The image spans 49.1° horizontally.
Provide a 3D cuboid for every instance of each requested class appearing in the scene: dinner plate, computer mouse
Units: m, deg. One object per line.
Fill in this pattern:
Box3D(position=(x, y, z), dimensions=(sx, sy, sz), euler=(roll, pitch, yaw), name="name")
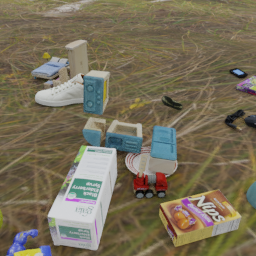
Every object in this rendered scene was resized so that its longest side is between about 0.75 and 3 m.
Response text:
Box3D(position=(0.684, 1.040, 8.293), dimensions=(1.530, 0.186, 1.530), euler=(2, 32, -1), name="dinner plate")
Box3D(position=(4.485, -0.209, 10.008), dimensions=(1.360, 0.446, 1.936), euler=(-22, 39, -32), name="computer mouse")

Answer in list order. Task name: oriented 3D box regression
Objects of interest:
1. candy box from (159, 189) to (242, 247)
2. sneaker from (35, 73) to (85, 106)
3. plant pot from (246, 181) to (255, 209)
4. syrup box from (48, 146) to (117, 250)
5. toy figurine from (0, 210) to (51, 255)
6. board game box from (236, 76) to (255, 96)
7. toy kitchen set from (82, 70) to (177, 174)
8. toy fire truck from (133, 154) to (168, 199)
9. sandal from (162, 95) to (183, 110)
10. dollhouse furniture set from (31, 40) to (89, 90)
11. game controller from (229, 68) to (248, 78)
Box3D(position=(1.652, 2.053, 6.535), dimensions=(1.615, 0.456, 0.942), euler=(-9, 33, -16), name="candy box")
Box3D(position=(-2.366, -1.670, 11.536), dimensions=(2.960, 1.253, 1.078), euler=(-6, 35, -6), name="sneaker")
Box3D(position=(3.543, 1.606, 7.067), dimensions=(0.919, 0.619, 0.919), euler=(0, 34, 0), name="plant pot")
Box3D(position=(-0.965, 1.559, 6.789), dimensions=(0.972, 1.005, 2.469), euler=(4, 32, 8), name="syrup box")
Box3D(position=(-2.122, 2.704, 5.345), dimensions=(1.672, 1.472, 2.791), euler=(14, 25, -34), name="toy figurine")
Box3D(position=(5.850, -1.974, 12.930), dimensions=(1.632, 0.264, 0.980), euler=(-27, 46, -35), name="board game box")
Box3D(position=(0.084, -0.242, 7.951), dimensions=(2.799, 2.242, 1.649), euler=(8, 31, 4), name="toy kitchen set")
Box3D(position=(0.576, 1.251, 7.269), dimensions=(0.866, 0.984, 0.633), euler=(-1, 33, -1), name="toy fire truck")
Box3D(position=(1.699, -0.951, 10.884), dimensions=(0.906, 0.360, 0.258), euler=(28, 12, -7), name="sandal")
Box3D(position=(-3.577, -3.121, 13.249), dimensions=(2.738, 1.787, 2.585), euler=(14, 35, 21), name="dollhouse furniture set")
Box3D(position=(5.590, -2.793, 14.191), dimensions=(0.516, 0.208, 0.988), euler=(-10, 34, -15), name="game controller")
